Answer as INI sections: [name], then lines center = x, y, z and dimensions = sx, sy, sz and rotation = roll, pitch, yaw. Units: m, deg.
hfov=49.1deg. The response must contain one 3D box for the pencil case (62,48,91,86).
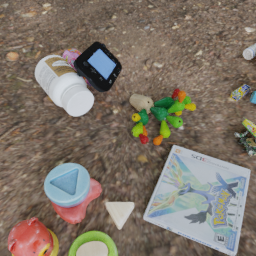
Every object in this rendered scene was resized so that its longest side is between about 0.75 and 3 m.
[pencil case]
center = -1.848, -2.469, 11.349
dimensions = 0.876, 0.876, 2.004
rotation = -32, 55, -26

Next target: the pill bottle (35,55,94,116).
[pill bottle]
center = -2.284, -1.524, 10.141
dimensions = 1.355, 1.355, 2.370
rotation = -28, 54, -23

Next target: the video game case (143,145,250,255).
[video game case]
center = 2.010, 1.825, 7.841
dimensions = 2.402, 0.290, 2.635
rotation = 18, 50, 16

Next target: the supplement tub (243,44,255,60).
[supplement tub]
center = 5.511, -3.384, 12.399
dimensions = 0.772, 0.509, 0.509
rotation = -31, 55, -24

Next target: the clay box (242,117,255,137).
[clay box]
center = 4.105, 0.041, 9.172
dimensions = 0.507, 0.210, 0.882
rotation = 19, 30, -39

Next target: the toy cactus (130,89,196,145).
[toy cactus]
center = 0.887, -0.647, 9.586
dimensions = 2.708, 1.385, 2.235
rotation = -40, 49, -20

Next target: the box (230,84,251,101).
[box]
center = 4.326, -1.366, 10.738
dimensions = 0.839, 0.270, 0.294
rotation = -31, 55, -24

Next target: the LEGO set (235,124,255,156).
[LEGO set]
center = 4.032, 0.442, 9.107
dimensions = 1.621, 0.459, 1.053
rotation = -26, 54, -38

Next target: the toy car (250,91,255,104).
[toy car]
center = 5.280, -1.346, 10.379
dimensions = 1.297, 1.245, 1.407
rotation = 21, 21, 6

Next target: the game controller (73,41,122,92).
[game controller]
center = -1.023, -2.348, 10.495
dimensions = 1.538, 0.621, 2.947
rotation = 36, 31, -10

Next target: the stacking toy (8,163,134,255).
[stacking toy]
center = -1.302, 2.216, 6.886
dimensions = 2.566, 1.197, 2.834
rotation = 15, 50, 13
